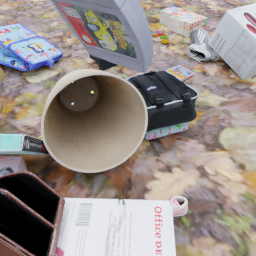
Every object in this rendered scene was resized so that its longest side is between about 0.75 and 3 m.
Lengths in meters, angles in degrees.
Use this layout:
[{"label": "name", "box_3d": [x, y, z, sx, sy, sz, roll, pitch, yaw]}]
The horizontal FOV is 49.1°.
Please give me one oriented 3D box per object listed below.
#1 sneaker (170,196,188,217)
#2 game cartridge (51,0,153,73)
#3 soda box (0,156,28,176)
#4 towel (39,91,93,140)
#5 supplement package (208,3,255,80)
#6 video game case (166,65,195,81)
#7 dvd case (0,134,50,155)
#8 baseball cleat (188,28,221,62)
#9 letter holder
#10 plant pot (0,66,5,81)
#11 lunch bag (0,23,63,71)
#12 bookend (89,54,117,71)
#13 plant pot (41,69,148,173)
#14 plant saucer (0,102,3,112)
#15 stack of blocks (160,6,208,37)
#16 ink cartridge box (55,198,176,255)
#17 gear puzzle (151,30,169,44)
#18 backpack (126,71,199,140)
[{"label": "sneaker", "box_3d": [0.804, 1.632, 5.672, 0.907, 0.474, 0.341, -13, 43, -13]}, {"label": "game cartridge", "box_3d": [-0.303, -1.386, 3.692, 1.210, 1.818, 0.372, 19, 77, 25]}, {"label": "soda box", "box_3d": [-3.639, 1.243, 5.768, 2.956, 0.940, 1.011, -1, 40, -1]}, {"label": "towel", "box_3d": [-1.080, -0.258, 8.061, 2.043, 0.324, 2.844, 8, 40, 10]}, {"label": "supplement package", "box_3d": [4.516, -3.195, 10.188, 1.953, 1.502, 2.042, -24, 67, -26]}, {"label": "video game case", "box_3d": [1.752, -1.941, 10.233, 1.145, 0.100, 0.818, -25, 46, -27]}, {"label": "dvd case", "box_3d": [-2.772, 0.380, 5.513, 2.167, 2.968, 0.327, 0, 85, -7]}, {"label": "baseball cleat", "box_3d": [2.874, -3.475, 11.520, 1.241, 0.813, 2.332, -11, 40, -14]}, {"label": "letter holder", "box_3d": [-2.485, 1.481, 4.159, 2.406, 1.710, 1.210, -24, 36, 17]}, {"label": "plant pot", "box_3d": [-5.816, -1.902, 9.995, 2.608, 0.358, 2.608, 0, 39, 0]}, {"label": "lunch bag", "box_3d": [-3.881, -2.871, 10.640, 2.493, 1.173, 1.877, 28, 34, 12]}, {"label": "bookend", "box_3d": [-0.889, -3.316, 11.251, 1.972, 0.908, 1.960, -28, 46, -29]}, {"label": "plant pot", "box_3d": [-0.969, -0.514, 6.698, 2.211, 2.211, 2.361, -12, 28, -14]}, {"label": "plant saucer", "box_3d": [-4.577, -0.579, 8.532, 1.395, 0.205, 1.395, 0, 39, 0]}, {"label": "stack of blocks", "box_3d": [2.575, -5.251, 13.753, 1.298, 0.660, 2.253, -27, 47, -29]}, {"label": "ink cartridge box", "box_3d": [-0.345, 2.090, 4.736, 2.195, 0.926, 1.589, 0, 40, 3]}, {"label": "gear puzzle", "box_3d": [1.441, -4.212, 12.874, 0.785, 0.199, 1.516, -11, 41, -13]}, {"label": "backpack", "box_3d": [0.795, -0.730, 7.679, 1.757, 1.490, 1.979, -14, 42, -14]}]
